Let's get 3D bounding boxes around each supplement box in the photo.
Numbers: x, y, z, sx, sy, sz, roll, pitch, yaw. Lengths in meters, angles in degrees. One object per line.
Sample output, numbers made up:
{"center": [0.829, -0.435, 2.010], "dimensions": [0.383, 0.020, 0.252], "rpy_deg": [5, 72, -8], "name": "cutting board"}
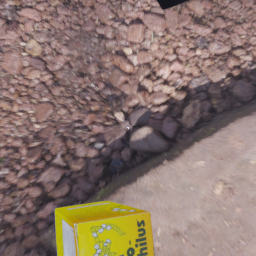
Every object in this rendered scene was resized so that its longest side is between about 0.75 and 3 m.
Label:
{"center": [-0.486, 1.841, 4.497], "dimensions": [1.089, 1.988, 1.082], "rpy_deg": [-3, 82, -22], "name": "supplement box"}

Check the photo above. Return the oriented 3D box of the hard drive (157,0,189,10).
{"center": [1.482, -3.849, 7.085], "dimensions": [1.977, 1.333, 0.418], "rpy_deg": [-18, 61, 26], "name": "hard drive"}
